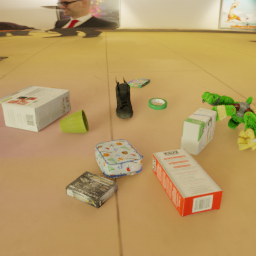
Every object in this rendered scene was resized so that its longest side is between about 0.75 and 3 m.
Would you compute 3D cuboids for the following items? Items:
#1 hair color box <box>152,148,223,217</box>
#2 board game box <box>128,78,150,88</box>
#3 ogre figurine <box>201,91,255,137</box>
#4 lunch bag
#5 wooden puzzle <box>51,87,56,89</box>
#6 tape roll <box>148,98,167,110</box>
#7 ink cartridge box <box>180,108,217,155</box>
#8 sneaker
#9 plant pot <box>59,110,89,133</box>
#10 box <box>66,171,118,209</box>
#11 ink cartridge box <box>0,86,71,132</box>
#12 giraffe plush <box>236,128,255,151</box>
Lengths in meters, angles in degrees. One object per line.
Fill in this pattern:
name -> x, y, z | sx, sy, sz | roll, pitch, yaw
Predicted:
hair color box -> 1.512, 1.386, 7.632 | 1.074, 0.648, 2.115 | -7, 27, -13
board game box -> 0.654, -2.727, 16.835 | 0.923, 0.200, 1.372 | 13, 28, 23
ogre figurine -> 4.263, -0.513, 10.582 | 2.868, 1.407, 1.720 | 17, 19, 26
lunch bag -> -0.268, 0.928, 8.678 | 1.297, 0.612, 1.619 | -7, 25, -20
wooden puzzle -> -4.277, -1.940, 15.080 | 1.118, 0.279, 1.207 | -8, 26, -15
tape roll -> 1.356, -1.101, 12.773 | 0.867, 0.208, 0.867 | 2, 33, -1
ink cartridge box -> 2.492, 0.079, 9.818 | 0.652, 1.124, 1.553 | 17, 29, 31
sneaker -> -0.237, -1.429, 12.714 | 0.759, 1.318, 2.527 | -5, 23, -3
plant pot -> -2.107, -0.160, 10.815 | 0.963, 0.901, 0.901 | -14, 25, 3
box -> -0.973, 1.633, 7.555 | 1.112, 0.269, 0.881 | 15, 29, 28
ink cartridge box -> -4.053, -0.932, 12.055 | 2.168, 1.035, 2.469 | 10, 27, 19
giraffe plush -> 4.327, 0.467, 9.605 | 0.754, 0.803, 0.930 | 12, 1, -28
